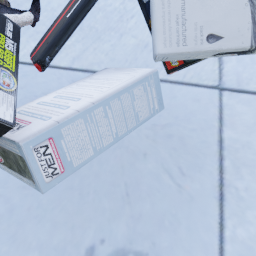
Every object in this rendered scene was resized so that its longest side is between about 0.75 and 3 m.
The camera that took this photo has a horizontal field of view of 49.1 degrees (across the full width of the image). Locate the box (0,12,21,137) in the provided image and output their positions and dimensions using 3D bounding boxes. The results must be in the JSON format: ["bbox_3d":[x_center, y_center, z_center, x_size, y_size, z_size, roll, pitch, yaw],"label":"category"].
[{"bbox_3d":[-1.856,-0.452,3.363,1.299,0.359,1.621,-29,54,25],"label":"box"}]

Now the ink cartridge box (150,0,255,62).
[{"bbox_3d":[1.778,-2.281,4.800,2.756,1.154,2.000,-4,98,3],"label":"ink cartridge box"}]

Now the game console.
[{"bbox_3d":[-1.010,-2.320,5.635,2.776,0.431,2.455,-53,27,0],"label":"game console"}]

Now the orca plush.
[{"bbox_3d":[-2.961,-2.456,5.647,2.585,1.360,0.919,-35,97,-35],"label":"orca plush"}]

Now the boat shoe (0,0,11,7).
[{"bbox_3d":[-3.051,-2.812,6.625,0.587,1.810,0.663,16,10,-26],"label":"boat shoe"}]

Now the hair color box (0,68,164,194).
[{"bbox_3d":[-0.676,-0.173,4.159,1.203,0.737,2.431,12,35,42],"label":"hair color box"}]

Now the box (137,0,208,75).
[{"bbox_3d":[1.214,-2.779,5.913,1.904,0.555,2.781,-22,94,21],"label":"box"}]
